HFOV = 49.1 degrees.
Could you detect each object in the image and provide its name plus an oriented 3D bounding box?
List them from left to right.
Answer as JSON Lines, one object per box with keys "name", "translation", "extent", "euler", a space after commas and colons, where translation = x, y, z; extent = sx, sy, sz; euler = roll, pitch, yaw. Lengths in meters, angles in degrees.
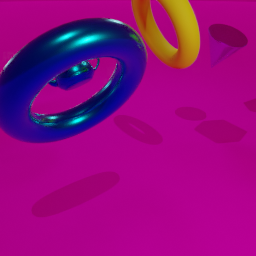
{"name": "teapot", "translation": [-1.453, -1.426, 7.070], "extent": [1.664, 0.815, 1.035], "euler": [-26, 4, -12]}
{"name": "ring", "translation": [-0.636, -0.483, 3.492], "extent": [2.012, 2.012, 0.402], "euler": [-20, 67, -34]}
{"name": "ring", "translation": [0.720, -2.123, 5.711], "extent": [0.403, 2.017, 2.017], "euler": [-33, 35, -9]}
{"name": "cone", "translation": [2.435, -2.019, 7.466], "extent": [1.048, 1.052, 1.048], "euler": [7, 49, -8]}
